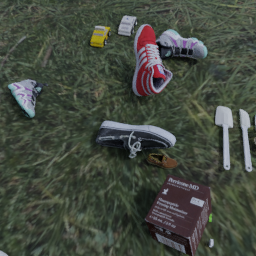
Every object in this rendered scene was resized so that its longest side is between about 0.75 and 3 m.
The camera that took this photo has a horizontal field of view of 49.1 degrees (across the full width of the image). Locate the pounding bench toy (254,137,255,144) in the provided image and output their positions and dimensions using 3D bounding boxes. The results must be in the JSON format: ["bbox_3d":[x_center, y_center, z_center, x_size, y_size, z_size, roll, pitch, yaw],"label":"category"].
[{"bbox_3d":[5.392,0.354,9.246,1.465,1.878,1.167,26,49,-25],"label":"pounding bench toy"}]

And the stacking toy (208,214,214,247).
[{"bbox_3d":[2.002,2.825,7.901,0.743,0.232,0.986,8,53,6],"label":"stacking toy"}]

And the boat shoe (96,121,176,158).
[{"bbox_3d":[0.173,0.420,9.063,2.648,0.978,0.904,12,60,19],"label":"boat shoe"}]

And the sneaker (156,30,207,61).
[{"bbox_3d":[2.059,-3.300,12.147,2.378,0.924,1.663,33,61,33],"label":"sneaker"}]

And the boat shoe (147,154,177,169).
[{"bbox_3d":[1.134,1.068,9.068,1.032,0.351,0.371,10,56,-6],"label":"boat shoe"}]

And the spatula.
[{"bbox_3d":[4.045,0.402,9.768,1.957,0.226,2.814,12,55,2],"label":"spatula"}]

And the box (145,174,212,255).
[{"bbox_3d":[1.397,2.315,7.495,1.238,1.225,1.492,13,52,30],"label":"box"}]

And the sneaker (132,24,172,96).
[{"bbox_3d":[0.910,-2.521,10.327,0.961,2.697,1.517,0,7,-31],"label":"sneaker"}]

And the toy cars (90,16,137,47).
[{"bbox_3d":[-0.655,-4.780,13.339,2.922,0.647,1.310,-29,59,-20],"label":"toy cars"}]

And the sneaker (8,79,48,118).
[{"bbox_3d":[-3.613,-1.300,10.669,1.336,0.742,1.910,-30,59,-20],"label":"sneaker"}]

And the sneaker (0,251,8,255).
[{"bbox_3d":[-3.033,4.200,6.292,1.042,1.188,2.964,-14,53,-8],"label":"sneaker"}]
